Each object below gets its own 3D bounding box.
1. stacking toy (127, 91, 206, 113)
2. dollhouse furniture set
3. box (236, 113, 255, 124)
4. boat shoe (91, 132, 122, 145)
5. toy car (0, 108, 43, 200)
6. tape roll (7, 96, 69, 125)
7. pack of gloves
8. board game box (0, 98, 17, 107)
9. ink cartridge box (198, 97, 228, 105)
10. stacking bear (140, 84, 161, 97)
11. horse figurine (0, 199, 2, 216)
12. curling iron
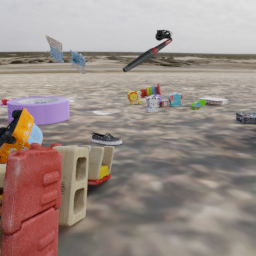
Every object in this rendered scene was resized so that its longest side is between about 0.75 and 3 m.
[{"bbox_3d":[1.572,-1.206,11.774,2.763,0.649,2.084,-4,15,-19],"label":"stacking toy"},{"bbox_3d":[-1.326,0.815,3.616,1.597,1.207,2.967,3,-2,12],"label":"dollhouse furniture set"},{"bbox_3d":[4.112,-0.318,9.142,0.931,0.232,0.734,0,15,2],"label":"box"},{"bbox_3d":[-0.533,0.238,6.939,0.810,0.268,0.283,7,16,24],"label":"boat shoe"},{"bbox_3d":[-1.960,0.686,4.876,0.851,1.254,2.557,32,20,-29],"label":"toy car"},{"bbox_3d":[-3.019,-0.633,9.532,1.991,0.653,1.991,0,14,0],"label":"tape roll"},{"bbox_3d":[-2.323,-2.543,10.396,1.522,0.357,1.812,25,-13,-4],"label":"pack of gloves"},{"bbox_3d":[-5.167,-1.182,12.365,1.171,0.289,1.482,-8,17,-27],"label":"board game box"},{"bbox_3d":[3.795,-1.207,12.562,0.894,0.227,1.014,-10,17,-38],"label":"ink cartridge box"},{"bbox_3d":[1.100,-1.838,14.302,1.105,0.629,0.671,-8,17,11],"label":"stacking bear"},{"bbox_3d":[-1.999,1.009,3.898,1.234,0.308,0.818,13,20,41],"label":"horse figurine"},{"bbox_3d":[0.557,-2.133,7.802,0.530,0.273,2.137,33,61,18],"label":"curling iron"}]
